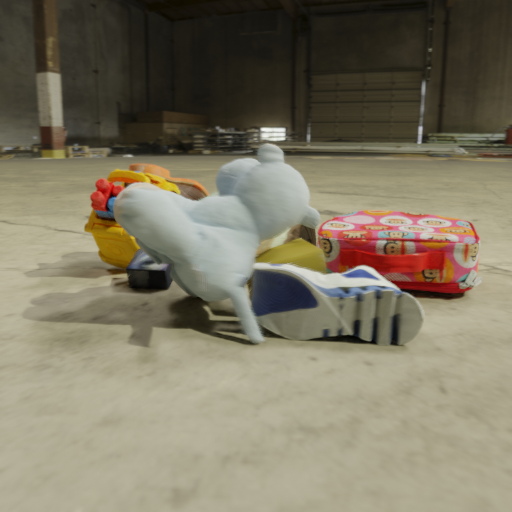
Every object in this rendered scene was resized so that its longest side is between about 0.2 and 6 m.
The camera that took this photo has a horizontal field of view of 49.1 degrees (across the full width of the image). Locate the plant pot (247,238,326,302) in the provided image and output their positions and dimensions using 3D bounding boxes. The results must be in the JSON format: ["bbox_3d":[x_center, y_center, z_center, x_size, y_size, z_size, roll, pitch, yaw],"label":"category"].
[{"bbox_3d":[0.380,0.360,7.859,0.958,0.936,0.930,-11,15,-14],"label":"plant pot"}]

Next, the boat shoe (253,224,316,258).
[{"bbox_3d":[0.424,-0.172,10.298,0.987,0.929,2.592,-9,9,21],"label":"boat shoe"}]

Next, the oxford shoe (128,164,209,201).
[{"bbox_3d":[-2.599,-1.744,16.737,1.203,1.230,3.374,-3,-8,32],"label":"oxford shoe"}]

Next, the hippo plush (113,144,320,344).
[{"bbox_3d":[-0.463,-0.643,7.648,2.205,2.184,2.742,-46,25,-11],"label":"hippo plush"}]

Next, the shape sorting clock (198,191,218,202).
[{"bbox_3d":[-0.967,-0.887,12.116,2.766,0.543,2.766,-29,14,8],"label":"shape sorting clock"}]

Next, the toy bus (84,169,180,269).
[{"bbox_3d":[-2.269,-0.914,9.945,1.243,1.832,1.759,8,-27,16],"label":"toy bus"}]

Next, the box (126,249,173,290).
[{"bbox_3d":[-1.684,0.205,9.170,0.658,0.409,0.663,3,32,7],"label":"box"}]

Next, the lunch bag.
[{"bbox_3d":[2.309,-0.080,9.258,2.620,1.073,2.307,3,13,14],"label":"lunch bag"}]

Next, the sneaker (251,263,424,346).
[{"bbox_3d":[1.010,0.575,7.272,2.131,0.861,1.230,9,11,8],"label":"sneaker"}]
